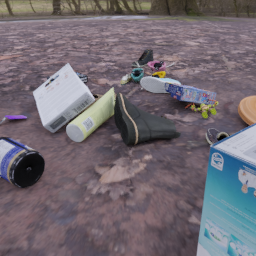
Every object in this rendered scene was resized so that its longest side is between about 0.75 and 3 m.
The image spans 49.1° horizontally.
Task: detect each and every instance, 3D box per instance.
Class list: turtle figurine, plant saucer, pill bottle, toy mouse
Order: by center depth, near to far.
[{"bbox_3d":[-3.171,0.820,7.510,1.797,1.005,1.005,19,33,32],"label":"pill bottle"},{"bbox_3d":[5.297,-0.536,10.293,2.375,0.383,2.375,4,39,-3],"label":"plant saucer"},{"bbox_3d":[3.009,-0.726,11.116,1.347,0.434,1.087,-8,23,3],"label":"turtle figurine"},{"bbox_3d":[1.093,-2.921,14.832,2.710,0.524,2.409,-33,43,-18],"label":"toy mouse"}]

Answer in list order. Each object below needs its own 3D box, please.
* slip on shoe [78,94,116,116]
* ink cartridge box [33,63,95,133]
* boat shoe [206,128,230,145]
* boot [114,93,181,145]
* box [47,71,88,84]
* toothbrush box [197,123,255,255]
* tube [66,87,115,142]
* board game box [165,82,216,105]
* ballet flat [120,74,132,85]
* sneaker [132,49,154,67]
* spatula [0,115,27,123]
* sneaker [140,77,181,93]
[{"bbox_3d":[-1.169,-1.076,11.301,2.218,0.672,0.843,-29,12,-37],"label":"slip on shoe"},{"bbox_3d":[-2.446,-1.168,10.348,1.920,0.674,2.362,-38,41,3],"label":"ink cartridge box"},{"bbox_3d":[2.963,0.385,8.815,0.636,0.573,1.769,-1,27,-3],"label":"boat shoe"},{"bbox_3d":[0.555,-0.353,10.007,1.841,1.031,2.661,-3,40,-15],"label":"boot"},{"bbox_3d":[-3.151,-2.530,14.634,1.337,0.387,1.682,22,35,36],"label":"box"},{"bbox_3d":[2.278,1.338,4.678,1.967,2.687,1.146,-21,31,-32],"label":"toothbrush box"},{"bbox_3d":[-1.134,-0.462,10.136,0.720,0.805,2.774,43,41,0],"label":"tube"},{"bbox_3d":[2.683,-1.448,11.893,1.804,0.557,1.805,8,14,-17],"label":"board game box"},{"bbox_3d":[-0.100,-2.607,14.827,0.385,0.385,1.090,15,31,26],"label":"ballet flat"},{"bbox_3d":[0.909,-4.432,17.708,1.757,0.933,0.657,-24,36,-38],"label":"sneaker"},{"bbox_3d":[-4.825,-0.158,10.219,2.256,0.232,0.638,-25,27,-37],"label":"spatula"},{"bbox_3d":[1.605,-2.083,13.544,1.984,0.733,0.813,15,23,9],"label":"sneaker"}]
